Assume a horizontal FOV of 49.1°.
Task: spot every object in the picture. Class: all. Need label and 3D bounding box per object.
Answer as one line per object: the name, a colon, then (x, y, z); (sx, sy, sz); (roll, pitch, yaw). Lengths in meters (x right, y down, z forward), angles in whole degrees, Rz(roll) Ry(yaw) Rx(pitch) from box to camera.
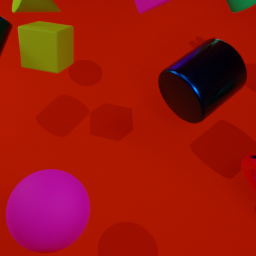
cylinder: (2.797, -3.523, 6.814); (0.984, 0.984, 0.984); (-45, 113, -20)
cube: (-1.817, -1.848, 6.353); (0.891, 0.891, 0.891); (11, 29, 9)
ring: (2.622, 1.069, 5.022); (0.296, 1.479, 1.479); (-37, 68, -3)
cylinder: (1.575, -1.002, 6.038); (1.347, 1.347, 1.347); (-37, 68, -16)
cylinder: (-3.375, -2.105, 6.387); (1.099, 1.099, 1.099); (23, 91, 12)
ball: (-1.313, 1.367, 4.684); (1.334, 1.334, 1.334); (0, 62, 0)
cone: (-2.329, -3.402, 7.534); (1.143, 1.139, 1.139); (16, 55, -37)
cube: (0.702, -3.506, 6.831); (0.936, 0.936, 0.936); (-36, 112, -33)
